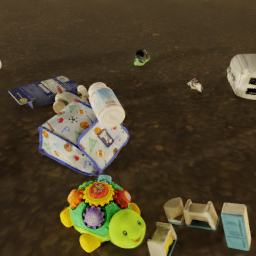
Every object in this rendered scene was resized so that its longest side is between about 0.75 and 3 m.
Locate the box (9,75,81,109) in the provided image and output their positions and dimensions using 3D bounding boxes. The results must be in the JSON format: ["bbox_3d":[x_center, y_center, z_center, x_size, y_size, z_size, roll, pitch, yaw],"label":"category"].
[{"bbox_3d":[-3.658,-1.589,12.332,2.692,0.436,1.631,-22,40,-30],"label":"box"}]

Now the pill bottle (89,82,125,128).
[{"bbox_3d":[-0.694,-0.731,8.387,0.787,0.787,1.448,-13,45,-17],"label":"pill bottle"}]

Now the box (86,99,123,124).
[{"bbox_3d":[-0.893,-0.621,10.637,0.994,0.717,1.339,-15,35,-18],"label":"box"}]

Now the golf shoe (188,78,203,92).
[{"bbox_3d":[3.145,-1.901,12.938,0.453,0.397,1.028,-26,37,3],"label":"golf shoe"}]

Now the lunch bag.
[{"bbox_3d":[-1.322,0.297,8.859,2.279,1.411,1.937,28,45,14],"label":"lunch bag"}]

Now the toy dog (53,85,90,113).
[{"bbox_3d":[-2.142,-1.330,11.493,2.042,0.983,1.347,-18,39,-24],"label":"toy dog"}]

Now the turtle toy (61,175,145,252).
[{"bbox_3d":[-0.506,1.979,6.618,1.682,1.167,2.308,-26,43,-32],"label":"turtle toy"}]

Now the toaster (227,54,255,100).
[{"bbox_3d":[5.808,-2.196,12.284,2.755,1.566,1.780,8,40,7],"label":"toaster"}]

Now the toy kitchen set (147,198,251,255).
[{"bbox_3d":[1.619,2.526,6.259,1.846,1.087,1.479,-3,30,33],"label":"toy kitchen set"}]

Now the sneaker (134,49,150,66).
[{"bbox_3d":[0.816,-4.080,15.613,0.689,0.752,1.796,8,36,11],"label":"sneaker"}]
